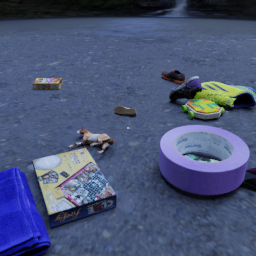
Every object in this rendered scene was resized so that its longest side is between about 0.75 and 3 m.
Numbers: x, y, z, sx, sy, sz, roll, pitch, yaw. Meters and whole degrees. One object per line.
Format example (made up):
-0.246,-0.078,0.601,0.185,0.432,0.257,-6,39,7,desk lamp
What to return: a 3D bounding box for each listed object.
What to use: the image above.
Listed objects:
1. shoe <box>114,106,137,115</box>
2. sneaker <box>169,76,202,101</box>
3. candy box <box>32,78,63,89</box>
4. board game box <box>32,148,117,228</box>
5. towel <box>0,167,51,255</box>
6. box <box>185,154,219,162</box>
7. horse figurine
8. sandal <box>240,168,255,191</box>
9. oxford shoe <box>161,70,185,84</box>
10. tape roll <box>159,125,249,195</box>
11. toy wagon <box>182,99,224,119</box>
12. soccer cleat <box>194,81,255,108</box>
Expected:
-0.111,-0.700,11.989,1.056,0.282,0.369,10,73,23,shoe
2.572,-1.536,12.639,0.687,1.813,0.794,-7,70,-36,sneaker
-4.318,-2.385,15.076,1.401,0.395,0.817,-1,28,1,candy box
-1.540,1.457,7.604,1.671,0.427,2.467,-12,29,-22,board game box
-3.112,1.967,6.329,2.060,0.691,2.790,-13,30,-26,towel
2.027,1.110,8.323,1.129,0.205,0.815,12,28,42,box
-1.146,0.436,9.505,1.818,0.454,1.205,5,21,26,horse figurine
3.592,1.352,7.694,2.182,0.522,0.820,9,28,19,sandal
2.618,-3.076,16.099,0.653,0.665,1.834,-19,33,-33,oxford shoe
2.117,0.813,8.015,2.414,0.792,2.414,-1,30,1,tape roll
3.137,-0.902,12.202,1.537,0.392,1.980,-7,28,-14,toy wagon
4.272,-1.429,12.653,2.994,0.968,1.252,3,41,11,soccer cleat
